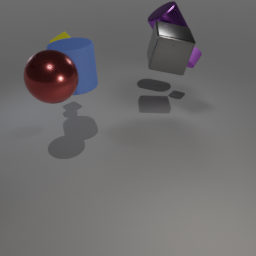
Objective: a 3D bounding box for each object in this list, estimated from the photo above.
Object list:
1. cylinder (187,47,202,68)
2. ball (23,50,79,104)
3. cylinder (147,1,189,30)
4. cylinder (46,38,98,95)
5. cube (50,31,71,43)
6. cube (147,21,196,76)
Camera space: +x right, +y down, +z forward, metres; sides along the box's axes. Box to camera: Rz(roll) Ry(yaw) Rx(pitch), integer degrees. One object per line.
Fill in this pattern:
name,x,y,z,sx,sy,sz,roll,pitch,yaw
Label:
cylinder,2.791,-3.146,12.422,0.700,0.700,0.700,29,84,39
ball,-2.005,-1.339,7.372,1.400,1.400,1.400,0,31,0
cylinder,1.796,-4.576,12.404,1.400,1.400,1.400,-28,32,19
cylinder,-1.713,-1.950,8.789,1.400,1.400,1.400,-3,33,2
cube,-2.369,-2.969,10.385,0.700,0.700,0.700,-40,80,-17
cube,1.592,-3.061,10.747,1.400,1.400,1.400,9,40,-7
